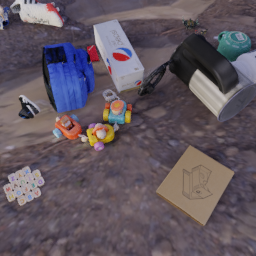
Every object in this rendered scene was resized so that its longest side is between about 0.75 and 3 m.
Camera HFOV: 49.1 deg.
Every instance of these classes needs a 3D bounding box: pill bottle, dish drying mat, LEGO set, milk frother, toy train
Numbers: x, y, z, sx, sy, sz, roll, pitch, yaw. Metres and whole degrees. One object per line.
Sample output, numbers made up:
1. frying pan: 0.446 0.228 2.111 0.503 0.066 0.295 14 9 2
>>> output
1. pill bottle: 4.602 -2.178 10.100 2.058 1.231 1.231 -20 59 -12
2. dish drying mat: -1.415 -3.015 11.321 0.338 0.080 0.879 -13 58 -9
3. LEGO set: 2.813 -4.377 12.133 0.819 0.357 1.261 -25 73 -13
4. milk frother: 2.198 -1.348 9.374 2.860 2.581 2.690 -48 60 21
5. toy train: -1.095 -0.408 9.230 1.984 0.734 2.641 40 66 22

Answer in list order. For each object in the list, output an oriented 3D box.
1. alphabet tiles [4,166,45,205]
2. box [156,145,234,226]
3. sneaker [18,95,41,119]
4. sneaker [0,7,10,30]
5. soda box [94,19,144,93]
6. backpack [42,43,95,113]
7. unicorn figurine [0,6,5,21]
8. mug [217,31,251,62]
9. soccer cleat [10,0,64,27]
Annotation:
1. alphabet tiles: -3.058 1.679 8.257 1.104 0.081 1.080 -27 61 -17
2. box: 2.003 1.613 8.229 1.574 0.205 1.925 32 62 19
3. sneaker: -3.487 -0.677 9.361 1.118 0.408 0.625 29 64 32
4. sneaker: -5.425 -4.782 12.316 0.553 0.473 1.255 19 65 -2
5. soda box: -0.385 -2.764 10.640 1.014 0.948 2.977 -18 58 -10
6. backpack: -1.997 -1.676 9.475 1.736 1.681 2.069 -11 57 -6
7. unicorn figurine: -5.966 -5.218 12.281 1.089 0.585 1.585 -9 44 -10
8. mug: 4.082 -3.272 11.011 1.414 0.874 1.162 29 62 18
9. soccer cleat: -3.925 -4.944 12.108 2.956 1.014 1.259 37 72 25
